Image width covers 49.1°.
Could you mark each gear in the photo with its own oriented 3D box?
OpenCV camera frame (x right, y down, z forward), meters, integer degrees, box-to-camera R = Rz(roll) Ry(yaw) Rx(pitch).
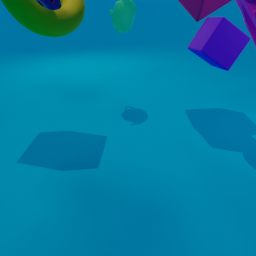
[{"bbox_3d":[1.753,-1.146,3.417,0.338,1.829,1.829,-24,17,25],"label":"gear"}]

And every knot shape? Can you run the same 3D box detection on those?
[{"bbox_3d":[-1.168,-1.806,2.706,0.801,1.622,1.733,-38,76,-3],"label":"knot shape"}]

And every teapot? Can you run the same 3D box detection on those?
[{"bbox_3d":[-0.172,-3.249,7.959,0.706,1.442,0.897,15,62,2],"label":"teapot"}]

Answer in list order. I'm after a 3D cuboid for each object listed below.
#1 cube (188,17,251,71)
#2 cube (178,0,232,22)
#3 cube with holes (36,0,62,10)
[{"bbox_3d":[2.186,-2.065,6.844,0.895,0.895,0.895,28,13,-19],"label":"cube"},{"bbox_3d":[2.123,-4.031,7.647,1.289,1.289,1.289,-33,76,-5],"label":"cube"},{"bbox_3d":[-1.840,-3.262,6.347,1.259,1.259,1.259,27,-4,12],"label":"cube with holes"}]
